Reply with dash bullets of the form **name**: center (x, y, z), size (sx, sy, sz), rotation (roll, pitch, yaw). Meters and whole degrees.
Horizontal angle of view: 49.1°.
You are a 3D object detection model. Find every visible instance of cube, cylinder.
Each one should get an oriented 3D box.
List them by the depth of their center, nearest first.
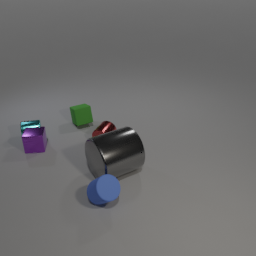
- **cylinder**: center (-0.661, 1.658, 7.520), size (0.700, 0.700, 0.700), rotation (-24, -7, -36)
- **cylinder**: center (-0.417, 0.799, 8.657), size (1.400, 1.400, 1.400), rotation (-18, 34, -28)
- **cube**: center (-3.341, 0.424, 10.064), size (0.700, 0.700, 0.700), rotation (-3, 29, -6)
- **cylinder**: center (-0.871, 0.196, 10.413), size (0.700, 0.700, 0.700), rotation (12, 36, 21)
- **cylinder**: center (-3.680, 0.067, 10.695), size (0.700, 0.700, 0.700), rotation (-8, 30, -13)
- **cube**: center (-1.925, -0.559, 11.552), size (0.700, 0.700, 0.700), rotation (-16, 19, -23)
